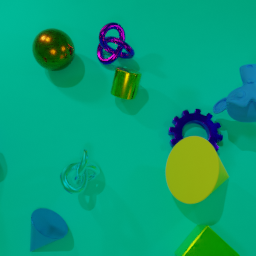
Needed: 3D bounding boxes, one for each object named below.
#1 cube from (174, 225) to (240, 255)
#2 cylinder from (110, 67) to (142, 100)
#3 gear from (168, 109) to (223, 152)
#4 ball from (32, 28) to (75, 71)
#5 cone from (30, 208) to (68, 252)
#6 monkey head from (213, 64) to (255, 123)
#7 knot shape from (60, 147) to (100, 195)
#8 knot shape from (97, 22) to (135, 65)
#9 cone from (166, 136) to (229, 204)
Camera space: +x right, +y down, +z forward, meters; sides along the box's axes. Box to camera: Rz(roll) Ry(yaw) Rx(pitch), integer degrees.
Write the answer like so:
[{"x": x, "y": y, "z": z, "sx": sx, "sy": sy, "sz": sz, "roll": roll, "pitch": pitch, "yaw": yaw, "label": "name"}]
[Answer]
[{"x": 1.862, "y": 3.051, "z": 6.760, "sx": 0.982, "sy": 0.982, "sz": 0.982, "roll": 42, "pitch": 76, "yaw": 13, "label": "cube"}, {"x": -0.060, "y": -1.301, "z": 8.175, "sx": 0.778, "sy": 0.778, "sz": 0.778, "roll": 16, "pitch": 109, "yaw": 5, "label": "cylinder"}, {"x": 1.935, "y": 0.194, "z": 8.096, "sx": 1.506, "sy": 0.279, "sz": 1.506, "roll": 0, "pitch": 71, "yaw": 0, "label": "gear"}, {"x": -2.233, "y": -2.348, "z": 8.437, "sx": 1.248, "sy": 1.248, "sz": 1.248, "roll": 0, "pitch": 71, "yaw": 0, "label": "ball"}, {"x": -2.235, "y": 2.780, "z": 7.116, "sx": 1.017, "sy": 1.017, "sz": 1.021, "roll": 37, "pitch": 102, "yaw": 12, "label": "cone"}, {"x": 3.188, "y": -0.856, "z": 7.321, "sx": 1.932, "sy": 1.164, "sz": 1.390, "roll": -2, "pitch": 73, "yaw": 20, "label": "monkey head"}, {"x": -1.181, "y": 1.176, "z": 7.317, "sx": 0.556, "sy": 1.125, "sz": 1.202, "roll": 16, "pitch": 71, "yaw": 26, "label": "knot shape"}, {"x": -0.508, "y": -2.498, "z": 8.704, "sx": 1.300, "sy": 1.216, "sz": 0.601, "roll": 49, "pitch": 34, "yaw": -21, "label": "knot shape"}, {"x": 2.142, "y": 1.177, "z": 7.281, "sx": 1.646, "sy": 1.640, "sz": 1.640, "roll": 16, "pitch": 67, "yaw": -35, "label": "cone"}]
